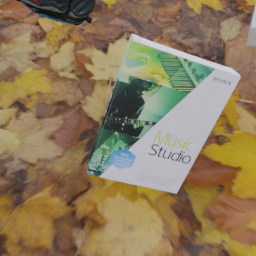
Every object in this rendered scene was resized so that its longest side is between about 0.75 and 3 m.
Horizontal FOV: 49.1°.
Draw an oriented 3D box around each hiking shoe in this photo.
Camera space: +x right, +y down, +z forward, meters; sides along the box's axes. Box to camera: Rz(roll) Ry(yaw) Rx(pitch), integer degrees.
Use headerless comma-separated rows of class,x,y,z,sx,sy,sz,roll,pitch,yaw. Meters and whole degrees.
hiking shoe,-2.004,-2.702,5.353,2.781,1.206,1.034,24,83,-11

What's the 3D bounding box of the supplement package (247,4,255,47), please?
supplement package,3.381,-2.608,6.957,0.618,0.595,1.086,12,62,17

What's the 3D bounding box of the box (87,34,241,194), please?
box,0.525,-0.078,5.120,1.937,2.685,0.488,14,26,-13
